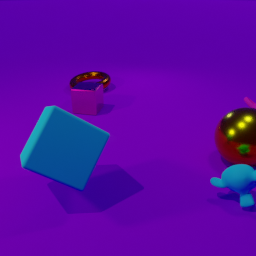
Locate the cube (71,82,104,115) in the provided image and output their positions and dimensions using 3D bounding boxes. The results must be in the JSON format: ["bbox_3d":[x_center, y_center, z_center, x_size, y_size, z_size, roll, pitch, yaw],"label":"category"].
[{"bbox_3d":[-1.347,-1.000,9.408,0.844,0.844,0.844,6,27,12],"label":"cube"}]

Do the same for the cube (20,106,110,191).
[{"bbox_3d":[-1.232,0.347,5.330,1.152,1.152,1.152,28,-7,-21],"label":"cube"}]

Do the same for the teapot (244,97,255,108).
[{"bbox_3d":[3.858,-0.267,7.677,1.712,1.064,0.838,38,28,-2],"label":"teapot"}]

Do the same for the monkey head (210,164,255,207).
[{"bbox_3d":[2.142,1.076,5.315,1.020,0.615,0.734,-22,46,30],"label":"monkey head"}]

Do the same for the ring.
[{"bbox_3d":[-1.553,-1.905,11.513,1.733,0.347,1.733,-5,32,3],"label":"ring"}]

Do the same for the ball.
[{"bbox_3d":[2.708,0.210,6.461,1.381,1.381,1.381,0,27,0],"label":"ball"}]
